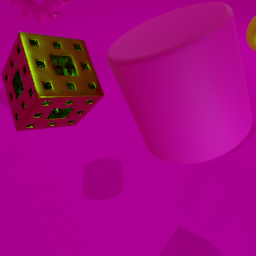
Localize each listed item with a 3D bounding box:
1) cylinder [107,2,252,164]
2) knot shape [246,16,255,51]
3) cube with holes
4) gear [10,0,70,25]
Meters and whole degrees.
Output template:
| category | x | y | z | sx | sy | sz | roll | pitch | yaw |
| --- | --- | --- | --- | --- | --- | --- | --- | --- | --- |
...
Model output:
| category | x | y | z | sx | sy | sz | roll | pitch | yaw |
| --- | --- | --- | --- | --- | --- | --- | --- | --- | --- |
| cylinder | 0.592 | -0.486 | 3.090 | 1.282 | 1.282 | 1.282 | -19 | 31 | 12 |
| knot shape | 3.568 | -2.195 | 6.905 | 0.739 | 1.600 | 1.497 | -49 | 55 | 13 |
| cube with holes | -0.856 | -0.482 | 3.108 | 0.739 | 0.739 | 0.739 | -7 | 69 | -40 |
| gear | -2.496 | -3.897 | 7.658 | 1.966 | 1.966 | 0.364 | 17 | 30 | 18 |
